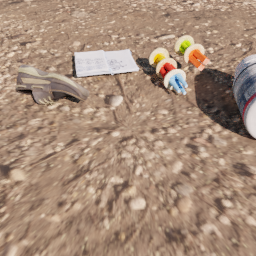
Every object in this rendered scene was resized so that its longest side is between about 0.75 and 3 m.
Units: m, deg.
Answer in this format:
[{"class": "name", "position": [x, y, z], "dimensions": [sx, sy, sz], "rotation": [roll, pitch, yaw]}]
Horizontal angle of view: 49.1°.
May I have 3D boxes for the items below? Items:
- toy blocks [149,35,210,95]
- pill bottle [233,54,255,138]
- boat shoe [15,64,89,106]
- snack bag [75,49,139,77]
[{"class": "toy blocks", "position": [1.971, -2.187, 9.878], "dimensions": [1.904, 0.830, 2.285], "rotation": [-26, 46, 2]}, {"class": "pill bottle", "position": [3.981, -1.025, 8.106], "dimensions": [1.660, 1.660, 2.776], "rotation": [5, 36, 6]}, {"class": "boat shoe", "position": [-2.466, -1.186, 8.930], "dimensions": [2.847, 1.044, 1.060], "rotation": [19, -3, 30]}, {"class": "snack bag", "position": [-0.878, -2.643, 11.052], "dimensions": [2.406, 0.258, 2.269], "rotation": [-6, 34, -7]}]
